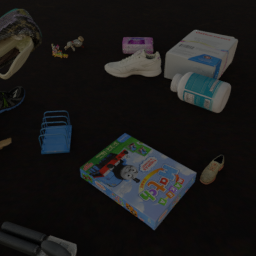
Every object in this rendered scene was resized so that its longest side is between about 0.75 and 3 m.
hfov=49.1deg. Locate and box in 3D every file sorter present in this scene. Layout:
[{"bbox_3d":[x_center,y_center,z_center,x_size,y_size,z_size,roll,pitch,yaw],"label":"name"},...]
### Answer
[{"bbox_3d":[-2.182,0.099,8.470,0.821,0.726,1.183,-3,40,-5],"label":"file sorter"}]

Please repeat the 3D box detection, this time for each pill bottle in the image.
[{"bbox_3d":[2.513,-1.330,9.879,1.928,1.068,1.068,25,46,26],"label":"pill bottle"}]

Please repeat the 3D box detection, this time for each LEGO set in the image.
[{"bbox_3d":[-3.280,-3.630,13.094,0.535,0.433,1.163,-25,46,-27],"label":"LEGO set"}]

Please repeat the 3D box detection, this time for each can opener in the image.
[{"bbox_3d":[-1.947,2.388,5.906,1.888,0.627,0.497,9,42,18],"label":"can opener"}]

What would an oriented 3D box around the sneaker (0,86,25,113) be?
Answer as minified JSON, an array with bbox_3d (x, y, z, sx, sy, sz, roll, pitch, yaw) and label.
[{"bbox_3d":[-4.400,-1.001,9.732,0.653,0.763,1.842,31,49,29],"label":"sneaker"}]

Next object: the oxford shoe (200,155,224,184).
[{"bbox_3d":[2.268,1.090,7.552,0.374,0.390,1.058,26,47,27],"label":"oxford shoe"}]

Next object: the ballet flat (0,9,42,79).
[{"bbox_3d":[-2.706,-1.111,5.087,2.751,0.990,0.990,-42,53,-13],"label":"ballet flat"}]

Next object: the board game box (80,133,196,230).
[{"bbox_3d":[0.255,1.233,7.340,2.434,0.445,1.841,29,48,29],"label":"board game box"}]

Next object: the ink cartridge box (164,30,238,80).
[{"bbox_3d":[3.066,-2.926,11.668,2.032,1.190,2.812,23,47,25],"label":"ink cartridge box"}]

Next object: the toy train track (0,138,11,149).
[{"bbox_3d":[-4.041,0.430,8.445,1.125,0.319,1.962,-19,38,-11],"label":"toy train track"}]

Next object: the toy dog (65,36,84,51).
[{"bbox_3d":[-2.478,-3.989,13.491,0.517,0.708,1.073,48,55,-5],"label":"toy dog"}]

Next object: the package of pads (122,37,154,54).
[{"bbox_3d":[0.474,-3.919,13.334,1.483,0.561,0.894,2,40,2],"label":"package of pads"}]

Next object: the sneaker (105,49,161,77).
[{"bbox_3d":[0.208,-2.700,11.444,2.330,1.161,0.872,-2,40,-1],"label":"sneaker"}]
